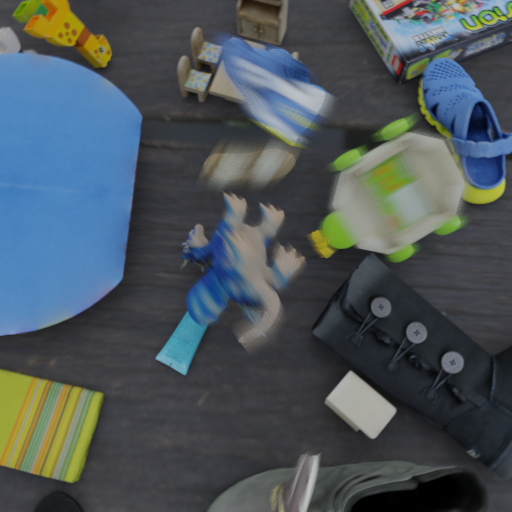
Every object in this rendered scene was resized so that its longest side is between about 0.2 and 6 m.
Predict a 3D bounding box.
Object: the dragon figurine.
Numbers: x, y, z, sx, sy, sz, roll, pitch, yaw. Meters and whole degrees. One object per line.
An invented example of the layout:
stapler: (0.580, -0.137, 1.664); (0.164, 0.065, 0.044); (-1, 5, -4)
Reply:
dragon figurine: (-0.282, 0.422, 7.951); (1.120, 1.891, 3.804); (13, 32, -21)

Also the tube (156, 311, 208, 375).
tube: (-1.062, 1.198, 9.220); (0.547, 0.356, 1.411); (26, 73, 9)

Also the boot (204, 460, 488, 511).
boot: (0.970, 3.236, 7.284); (3.490, 2.280, 1.182); (-10, 69, -9)

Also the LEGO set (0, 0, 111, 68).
LEGO set: (-3.518, -4.628, 10.947); (1.440, 1.550, 3.776); (16, 73, 39)

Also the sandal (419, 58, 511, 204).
sandal: (3.860, -2.468, 10.098); (1.160, 1.270, 2.918); (-16, 69, -4)

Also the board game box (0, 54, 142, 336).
board game box: (-4.075, -1.062, 9.781); (3.961, 0.976, 5.014); (4, 75, -3)

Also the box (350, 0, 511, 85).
box: (4.202, -5.137, 11.368); (3.991, 0.693, 2.197); (-23, 71, -8)

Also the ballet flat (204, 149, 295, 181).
ballet flat: (-0.099, -1.524, 9.633); (1.586, 0.518, 0.559); (-7, 106, -2)

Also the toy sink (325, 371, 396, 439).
toy sink: (1.611, 2.345, 8.703); (0.913, 0.511, 0.595); (39, 74, 18)

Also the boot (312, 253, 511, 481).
boot: (3.070, 1.171, 8.881); (3.575, 1.173, 2.946); (36, 72, 17)

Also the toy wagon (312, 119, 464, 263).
toy wagon: (2.067, -0.886, 9.247); (2.597, 0.514, 2.015); (-32, 104, 6)

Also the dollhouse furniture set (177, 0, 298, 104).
dollhouse furniture set: (-0.187, -4.014, 10.511); (2.004, 1.519, 2.286); (17, 71, 6)

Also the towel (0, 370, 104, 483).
towel: (-4.097, 2.490, 8.806); (3.204, 0.289, 1.379); (12, 65, 5)

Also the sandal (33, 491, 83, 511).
sandal: (-3.029, 4.646, 7.816); (0.936, 0.562, 2.493); (11, 70, 4)

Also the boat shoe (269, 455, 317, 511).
boat shoe: (0.358, 3.075, 6.761); (0.448, 0.540, 1.504); (18, 96, 12)

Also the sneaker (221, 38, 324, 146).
sneaker: (0.257, -2.688, 8.497); (0.969, 0.872, 2.357); (-45, 54, 22)
